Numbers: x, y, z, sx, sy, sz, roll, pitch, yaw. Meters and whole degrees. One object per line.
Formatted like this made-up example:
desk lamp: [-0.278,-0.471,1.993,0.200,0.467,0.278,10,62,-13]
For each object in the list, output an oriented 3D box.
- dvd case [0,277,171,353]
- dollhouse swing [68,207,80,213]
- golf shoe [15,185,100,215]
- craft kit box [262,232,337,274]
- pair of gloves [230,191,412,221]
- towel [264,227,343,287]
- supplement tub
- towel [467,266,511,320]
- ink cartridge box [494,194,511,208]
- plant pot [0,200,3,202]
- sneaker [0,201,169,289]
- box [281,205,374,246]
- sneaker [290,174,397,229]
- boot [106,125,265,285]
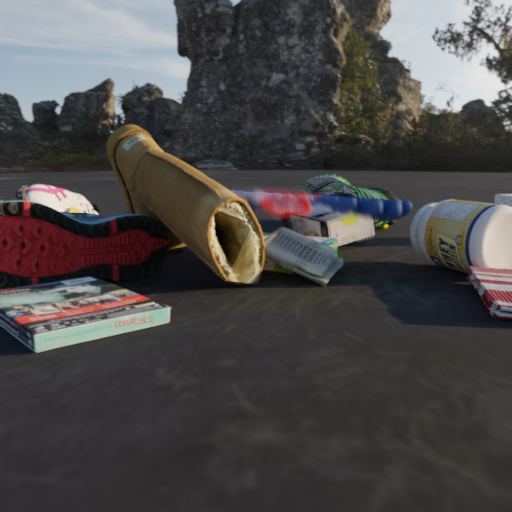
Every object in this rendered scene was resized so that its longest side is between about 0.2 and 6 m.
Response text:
dvd case: [-2.125,0.582,6.354,1.478,0.223,2.024,-9,15,-40]
dollhouse swing: [-3.337,-0.647,10.977,0.590,0.571,0.650,-4,32,11]
golf shoe: [-3.995,-0.889,11.443,1.504,1.186,3.266,-2,11,-10]
craft kit box: [0.315,-0.090,9.511,1.618,0.397,1.638,10,14,32]
pair of gloves: [0.822,-0.848,9.383,3.400,0.387,2.734,1,8,-24]
towel: [0.686,-0.037,8.239,1.176,0.203,1.132,27,24,12]
supplement tub: [3.216,-0.297,8.608,1.083,1.083,1.500,-5,12,-25]
towel: [3.465,0.489,6.903,1.395,0.220,1.937,4,13,11]
ink cartridge box: [5.722,-0.787,11.555,1.281,0.940,0.935,-3,11,-10]
plant pot: [-5.542,-0.673,11.276,0.909,0.829,0.913,-5,12,-21]
sneaker: [-2.818,-0.093,7.950,2.989,1.185,1.428,4,0,-42]
box: [1.392,-0.698,11.271,1.071,0.552,1.836,-17,19,-21]
sneaker: [1.876,-1.336,13.703,1.335,1.222,3.133,-9,14,-37]
boot: [-0.997,-0.409,8.593,1.046,2.769,3.162,-40,48,-13]
